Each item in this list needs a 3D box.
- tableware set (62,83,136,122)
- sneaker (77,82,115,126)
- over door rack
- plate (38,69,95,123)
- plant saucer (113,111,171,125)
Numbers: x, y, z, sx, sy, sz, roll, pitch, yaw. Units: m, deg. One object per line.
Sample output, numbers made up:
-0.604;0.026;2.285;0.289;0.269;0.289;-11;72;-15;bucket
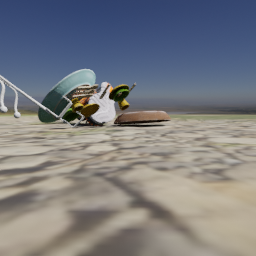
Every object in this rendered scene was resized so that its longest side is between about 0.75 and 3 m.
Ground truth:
-0.719;-0.621;7.503;2.034;0.312;1.370;-12;-27;-42;tableware set
-1.217;-0.531;9.467;1.452;1.005;2.591;-34;16;21;sneaker
-1.912;-0.465;5.112;1.988;0.662;1.469;24;-7;2;over door rack
-2.068;-1.013;10.048;0.330;2.584;2.584;46;17;12;plate
0.433;-0.315;8.681;1.804;0.311;1.804;-4;-3;0;plant saucer
